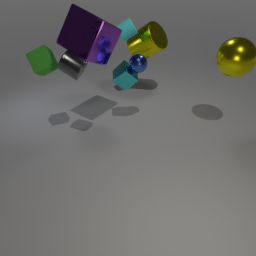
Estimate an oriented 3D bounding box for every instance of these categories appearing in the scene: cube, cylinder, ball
[{"bbox_3d":[-1.314,-3.159,9.664,1.400,1.400,1.400,34,18,17],"label":"cube"},{"bbox_3d":[-2.803,-2.210,9.263,0.700,0.700,0.700,-26,0,3],"label":"cube"},{"bbox_3d":[-0.061,-4.187,11.983,0.700,0.700,0.700,-30,31,9],"label":"cylinder"},{"bbox_3d":[0.901,-4.025,13.106,1.400,1.400,1.400,-20,13,42],"label":"cylinder"},{"bbox_3d":[-0.106,-2.013,10.749,0.700,0.700,0.700,31,38,-33],"label":"cube"},{"bbox_3d":[3.824,-2.487,9.900,1.400,1.400,1.400,0,31,0],"label":"ball"},{"bbox_3d":[0.376,-2.387,10.380,0.700,0.700,0.700,0,31,0],"label":"ball"},{"bbox_3d":[-1.726,-1.959,8.738,0.700,0.700,0.700,32,33,-7],"label":"cylinder"}]
